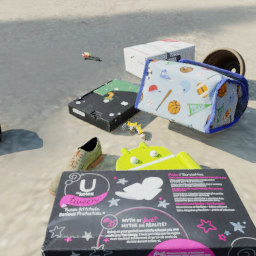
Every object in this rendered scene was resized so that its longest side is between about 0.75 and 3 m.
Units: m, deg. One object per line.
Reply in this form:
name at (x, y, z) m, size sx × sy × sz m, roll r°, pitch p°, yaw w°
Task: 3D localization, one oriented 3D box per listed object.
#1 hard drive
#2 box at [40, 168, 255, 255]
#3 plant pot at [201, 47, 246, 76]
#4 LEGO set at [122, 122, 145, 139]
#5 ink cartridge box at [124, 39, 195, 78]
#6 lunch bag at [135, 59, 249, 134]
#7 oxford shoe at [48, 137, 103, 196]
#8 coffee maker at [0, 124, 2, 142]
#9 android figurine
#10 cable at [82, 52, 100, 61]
hard drive at (-0.458, -0.857, 9.245) m, size 1.765 × 0.478 × 2.527 m, roll 23°, pitch 41°, yaw 29°
box at (0.291, 1.749, 4.333) m, size 2.681 × 1.771 × 1.538 m, roll -1°, pitch 30°, yaw 0°
plant pot at (3.662, -2.096, 10.358) m, size 1.618 × 1.618 × 1.411 m, roll 28°, pitch 24°, yaw 34°
LEGO set at (0.222, 0.079, 8.153) m, size 0.796 × 0.296 × 0.366 m, roll 27°, pitch 64°, yaw 22°
ink cartridge box at (1.263, -2.857, 11.516) m, size 2.398 × 1.000 × 1.741 m, roll -20°, pitch 33°, yaw -23°
lunch bag at (2.066, -1.033, 8.355) m, size 2.440 × 1.777 × 2.870 m, roll 25°, pitch 18°, yaw 34°
oxford shoe at (-1.246, 0.834, 6.620) m, size 0.638 × 0.677 × 1.811 m, roll 15°, pitch 38°, yaw 21°
coffee maker at (-4.208, 0.166, 7.553) m, size 1.413 × 0.951 × 1.357 m, roll -12°, pitch 61°, yaw -14°
android figurine at (0.627, 1.119, 6.408) m, size 2.152 × 0.486 × 2.365 m, roll -15°, pitch 39°, yaw -20°
cable at (-1.741, -3.295, 12.986) m, size 0.947 × 0.238 × 0.460 m, roll 23°, pitch 41°, yaw 30°
